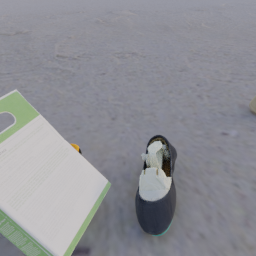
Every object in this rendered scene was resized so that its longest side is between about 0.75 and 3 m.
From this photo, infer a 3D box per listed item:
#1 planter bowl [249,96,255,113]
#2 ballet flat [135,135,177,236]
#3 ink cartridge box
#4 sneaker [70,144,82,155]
[{"bbox_3d":[4.164,-0.793,8.447,0.806,0.542,0.806,5,42,-5],"label":"planter bowl"},{"bbox_3d":[0.527,0.910,5.424,0.835,0.835,2.286,6,36,10],"label":"ballet flat"},{"bbox_3d":[-1.543,0.724,4.457,2.432,0.583,1.770,45,34,-7],"label":"ink cartridge box"},{"bbox_3d":[-1.680,0.904,5.525,0.756,0.746,1.932,32,41,28],"label":"sneaker"}]
